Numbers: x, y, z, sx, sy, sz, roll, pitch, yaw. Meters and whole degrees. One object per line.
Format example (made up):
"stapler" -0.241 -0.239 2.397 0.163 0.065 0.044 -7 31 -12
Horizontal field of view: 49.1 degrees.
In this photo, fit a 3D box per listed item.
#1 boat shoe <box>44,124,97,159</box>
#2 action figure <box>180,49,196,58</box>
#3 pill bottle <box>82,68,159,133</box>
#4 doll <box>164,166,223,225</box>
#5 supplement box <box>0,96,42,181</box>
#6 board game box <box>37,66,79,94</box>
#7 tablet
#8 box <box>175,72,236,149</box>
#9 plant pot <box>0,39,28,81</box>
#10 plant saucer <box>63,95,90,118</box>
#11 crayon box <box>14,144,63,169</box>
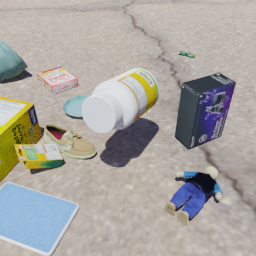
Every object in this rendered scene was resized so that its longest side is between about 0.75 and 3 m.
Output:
"boat shoe" -2.019 0.417 9.420 2.074 0.688 0.768 16 41 20
"action figure" 3.349 -4.137 15.604 0.985 0.269 0.582 31 45 29
"pill bottle" -0.178 -0.784 8.019 1.385 1.385 2.494 18 30 22
"doll" 1.911 1.706 7.925 1.434 0.509 2.102 31 48 31
"supplement box" -4.208 0.374 8.831 1.475 1.485 2.711 13 41 15
"board game box" -3.289 -2.252 13.062 1.277 0.390 1.686 -26 45 -30
"tablet" -2.708 2.314 7.431 2.434 0.166 1.584 13 40 15
"box" 2.529 -0.556 9.412 1.569 2.223 0.877 -17 41 -20
"plant pot" -5.972 -3.085 13.127 2.013 2.013 1.349 30 75 33
"plant saucer" -1.868 -0.843 11.422 1.539 0.211 1.539 0 39 0
"crayon box" -2.814 0.872 8.777 1.338 0.345 0.841 2 32 -35
